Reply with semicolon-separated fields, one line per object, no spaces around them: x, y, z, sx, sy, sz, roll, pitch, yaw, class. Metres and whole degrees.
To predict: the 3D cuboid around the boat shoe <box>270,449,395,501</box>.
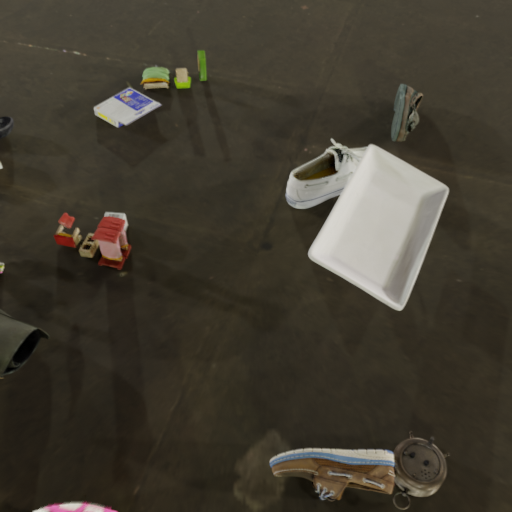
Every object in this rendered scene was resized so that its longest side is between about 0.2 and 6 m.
1.130;3.248;8.302;1.864;0.673;0.675;-3;60;5;boat shoe

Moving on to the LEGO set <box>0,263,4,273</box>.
-5.374;-0.050;11.204;0.554;0.684;1.488;-5;42;-16;LEGO set

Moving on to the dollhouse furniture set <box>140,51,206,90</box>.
-2.312;-5.186;15.535;1.841;0.711;0.920;-5;49;-4;dollhouse furniture set

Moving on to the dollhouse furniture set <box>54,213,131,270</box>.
-3.393;-0.349;11.274;1.596;0.859;0.649;10;50;8;dollhouse furniture set

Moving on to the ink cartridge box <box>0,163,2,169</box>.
-6.615;-2.217;13.170;0.995;0.413;0.729;-28;55;-22;ink cartridge box

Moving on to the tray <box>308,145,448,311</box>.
2.486;-0.645;11.145;1.987;0.410;3.700;31;53;3;tray

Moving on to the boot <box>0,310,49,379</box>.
-5.154;1.864;9.276;2.035;1.139;2.942;22;53;12;boot

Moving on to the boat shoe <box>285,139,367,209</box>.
1.820;-2.085;12.572;2.683;1.144;0.991;-24;53;-19;boat shoe

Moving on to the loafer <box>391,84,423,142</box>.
3.875;-3.640;14.197;0.699;0.798;2.221;14;48;4;loafer

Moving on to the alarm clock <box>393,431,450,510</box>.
2.407;3.285;8.476;0.808;0.399;1.197;27;57;21;alarm clock

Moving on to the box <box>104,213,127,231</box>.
-2.996;-0.638;11.841;0.429;0.369;0.431;4;51;3;box

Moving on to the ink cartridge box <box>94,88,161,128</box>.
-3.346;-3.828;14.661;1.270;0.298;1.255;34;56;24;ink cartridge box

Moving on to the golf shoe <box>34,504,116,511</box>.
-2.109;3.808;7.215;3.168;1.459;1.150;0;61;4;golf shoe

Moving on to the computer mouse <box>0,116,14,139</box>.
-6.636;-3.133;14.061;1.272;0.335;0.881;-14;52;4;computer mouse
